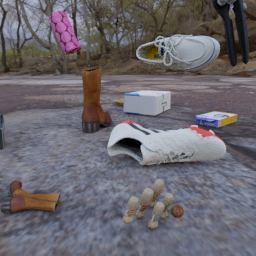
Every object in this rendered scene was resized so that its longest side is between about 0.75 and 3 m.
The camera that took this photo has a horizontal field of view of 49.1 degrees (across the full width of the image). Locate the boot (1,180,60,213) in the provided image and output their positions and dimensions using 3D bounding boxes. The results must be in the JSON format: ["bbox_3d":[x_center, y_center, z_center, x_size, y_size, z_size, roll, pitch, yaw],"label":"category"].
[{"bbox_3d":[-1.547,1.093,4.600,0.837,0.287,0.788,-1,13,-8],"label":"boot"}]

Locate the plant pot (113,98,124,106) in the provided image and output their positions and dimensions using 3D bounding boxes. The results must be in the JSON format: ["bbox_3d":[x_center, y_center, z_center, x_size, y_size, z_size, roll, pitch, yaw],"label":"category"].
[{"bbox_3d":[0.125,-1.397,15.262,1.846,0.254,1.846,0,14,0],"label":"plant pot"}]

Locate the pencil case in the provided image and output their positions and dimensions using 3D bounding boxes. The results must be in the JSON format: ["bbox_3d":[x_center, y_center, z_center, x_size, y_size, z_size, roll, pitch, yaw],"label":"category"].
[{"bbox_3d":[-1.955,-3.007,8.886,0.622,1.371,0.642,-24,-3,29],"label":"pencil case"}]

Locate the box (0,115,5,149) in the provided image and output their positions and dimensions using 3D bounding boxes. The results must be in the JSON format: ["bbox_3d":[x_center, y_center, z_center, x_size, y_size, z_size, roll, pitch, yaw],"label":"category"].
[{"bbox_3d":[-4.889,0.182,7.811,2.660,0.579,2.131,-6,14,-22],"label":"box"}]

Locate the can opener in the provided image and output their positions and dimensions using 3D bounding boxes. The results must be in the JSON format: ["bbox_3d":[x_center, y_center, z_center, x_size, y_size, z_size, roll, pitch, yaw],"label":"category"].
[{"bbox_3d":[2.570,-2.535,6.758,0.685,2.160,0.849,-9,25,36],"label":"can opener"}]

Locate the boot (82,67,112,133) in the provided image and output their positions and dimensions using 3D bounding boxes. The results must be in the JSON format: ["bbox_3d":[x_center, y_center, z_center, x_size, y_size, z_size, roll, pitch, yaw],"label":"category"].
[{"bbox_3d":[-1.104,-1.045,9.725,0.714,2.085,1.963,6,14,23],"label":"boot"}]

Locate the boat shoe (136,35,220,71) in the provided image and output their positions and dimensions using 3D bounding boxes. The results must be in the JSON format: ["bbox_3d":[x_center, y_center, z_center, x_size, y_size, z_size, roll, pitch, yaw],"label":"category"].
[{"bbox_3d":[1.264,-2.321,8.362,1.183,1.025,2.775,3,9,-41],"label":"boat shoe"}]

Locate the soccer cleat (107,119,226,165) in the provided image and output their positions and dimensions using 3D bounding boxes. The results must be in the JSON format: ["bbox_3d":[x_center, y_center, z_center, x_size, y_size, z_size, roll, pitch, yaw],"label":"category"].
[{"bbox_3d":[0.795,0.445,6.289,2.634,0.904,1.122,10,36,18],"label":"soccer cleat"}]

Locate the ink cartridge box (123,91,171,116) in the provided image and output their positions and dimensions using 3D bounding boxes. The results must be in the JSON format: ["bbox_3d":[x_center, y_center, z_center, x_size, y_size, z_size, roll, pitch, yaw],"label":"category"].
[{"bbox_3d":[0.939,-1.217,13.055,1.555,0.898,2.130,6,15,24],"label":"ink cartridge box"}]

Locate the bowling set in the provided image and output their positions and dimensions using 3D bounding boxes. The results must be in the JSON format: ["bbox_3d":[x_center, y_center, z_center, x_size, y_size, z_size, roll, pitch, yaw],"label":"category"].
[{"bbox_3d":[0.406,1.202,3.982,0.665,0.513,0.955,31,27,30],"label":"bowling set"}]

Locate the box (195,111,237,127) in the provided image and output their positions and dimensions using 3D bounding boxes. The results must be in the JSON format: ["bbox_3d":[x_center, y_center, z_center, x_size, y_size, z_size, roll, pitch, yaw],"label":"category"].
[{"bbox_3d":[3.299,-0.329,10.588,1.620,0.336,0.964,-15,20,-40],"label":"box"}]
